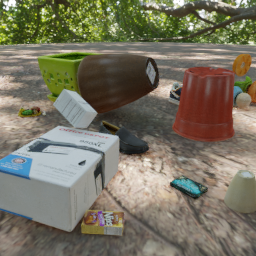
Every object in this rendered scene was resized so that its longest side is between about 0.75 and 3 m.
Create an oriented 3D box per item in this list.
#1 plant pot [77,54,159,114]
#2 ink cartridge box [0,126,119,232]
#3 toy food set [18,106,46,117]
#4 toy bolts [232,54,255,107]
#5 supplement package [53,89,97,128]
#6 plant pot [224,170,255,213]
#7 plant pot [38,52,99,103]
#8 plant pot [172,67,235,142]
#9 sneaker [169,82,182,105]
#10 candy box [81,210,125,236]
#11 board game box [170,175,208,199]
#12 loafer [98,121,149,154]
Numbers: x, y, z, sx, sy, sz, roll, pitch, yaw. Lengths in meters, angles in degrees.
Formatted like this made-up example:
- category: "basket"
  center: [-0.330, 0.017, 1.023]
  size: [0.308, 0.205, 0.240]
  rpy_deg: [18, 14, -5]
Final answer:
- category: "plant pot"
  center: [-0.232, -2.197, 12.611]
  size: [2.980, 2.785, 2.785]
  rpy_deg: [-6, 17, 30]
- category: "ink cartridge box"
  center: [-1.718, 1.089, 7.483]
  size: [2.130, 1.241, 2.946]
  rpy_deg: [10, 22, 16]
- category: "toy food set"
  center: [-4.638, -0.864, 13.501]
  size: [1.307, 0.427, 0.769]
  rpy_deg: [-4, 23, -11]
- category: "toy bolts"
  center: [6.178, -2.252, 14.695]
  size: [2.753, 2.630, 1.910]
  rpy_deg: [-29, 39, -19]
- category: "supplement package"
  center: [-1.592, -0.574, 8.481]
  size: [1.090, 0.639, 0.637]
  rpy_deg: [43, 14, 19]
- category: "plant pot"
  center: [2.905, 1.527, 7.046]
  size: [0.821, 0.876, 0.821]
  rpy_deg: [1, 22, 0]
- category: "plant pot"
  center: [-2.746, -2.583, 14.910]
  size: [2.814, 2.554, 2.801]
  rpy_deg: [16, 28, 34]
- category: "plant pot"
  center: [3.148, -1.094, 11.347]
  size: [2.551, 2.481, 2.551]
  rpy_deg: [0, 22, 0]
- category: "sneaker"
  center: [3.231, -1.641, 14.538]
  size: [1.119, 1.132, 2.852]
  rpy_deg: [-15, 28, -36]
- category: "candy box"
  center: [-0.551, 2.139, 6.363]
  size: [0.921, 0.260, 0.537]
  rpy_deg: [3, 21, 3]
- category: "board game box"
  center: [1.688, 1.625, 7.798]
  size: [0.593, 0.124, 0.877]
  rpy_deg: [-19, 29, -39]
- category: "loafer"
  center: [-0.230, 0.338, 10.063]
  size: [2.193, 0.793, 0.798]
  rpy_deg: [14, 25, 29]
